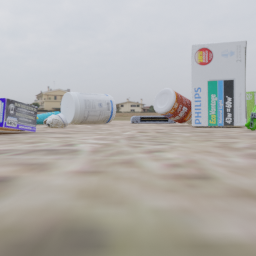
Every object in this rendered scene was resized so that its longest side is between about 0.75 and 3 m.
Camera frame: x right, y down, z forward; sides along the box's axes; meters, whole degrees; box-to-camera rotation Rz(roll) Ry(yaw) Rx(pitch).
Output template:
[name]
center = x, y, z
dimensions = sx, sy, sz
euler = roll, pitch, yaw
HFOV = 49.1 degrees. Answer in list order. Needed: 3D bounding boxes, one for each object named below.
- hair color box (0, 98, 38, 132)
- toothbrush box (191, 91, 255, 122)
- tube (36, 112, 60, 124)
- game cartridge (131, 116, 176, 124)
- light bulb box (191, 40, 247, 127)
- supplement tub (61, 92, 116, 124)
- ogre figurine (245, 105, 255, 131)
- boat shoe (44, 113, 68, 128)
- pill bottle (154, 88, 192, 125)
[hair color box]
center = -2.290, -0.198, 4.424
dimensions = 1.454, 0.471, 0.795
euler = 0, -6, 15
[toothbrush box]
center = 4.294, -0.756, 11.339
dimensions = 2.087, 1.234, 2.866
euler = -2, 4, -38
[tube]
center = -3.657, -0.352, 11.613
dimensions = 0.843, 0.549, 2.177
euler = -14, -1, 30
[game cartridge]
center = 1.303, -0.434, 14.769
dimensions = 2.323, 0.470, 1.549
euler = 0, -2, -2
[light bulb box]
center = 2.585, -1.139, 8.092
dimensions = 1.386, 2.202, 2.222
euler = 0, 3, 16
[supplement tub]
center = -1.715, -0.856, 12.330
dimensions = 2.105, 1.389, 1.389
euler = -1, 2, -38
[ogre figurine]
center = 2.886, -0.344, 5.226
dimensions = 1.337, 0.802, 0.656
euler = 0, 1, 19
[boat shoe]
center = -1.852, -0.140, 7.029
dimensions = 0.368, 0.374, 1.054
euler = -32, 22, -29
[pill bottle]
center = 1.708, -0.664, 9.509
dimensions = 1.606, 0.901, 0.901
euler = 21, -12, -37
